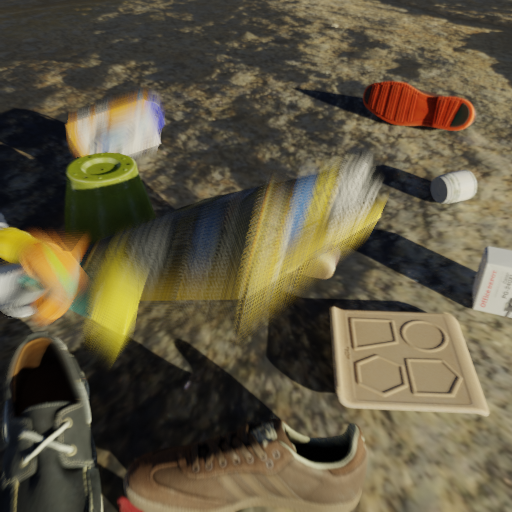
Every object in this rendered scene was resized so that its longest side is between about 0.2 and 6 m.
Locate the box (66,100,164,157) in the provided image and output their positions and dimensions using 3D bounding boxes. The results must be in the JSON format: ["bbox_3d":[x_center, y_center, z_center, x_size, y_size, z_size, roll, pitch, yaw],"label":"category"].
[{"bbox_3d":[-2.889,-2.608,11.904,1.922,1.144,0.399,-18,65,-4],"label":"box"}]

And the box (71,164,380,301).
[{"bbox_3d":[-0.572,-0.303,8.555,3.854,0.951,3.078,-6,15,45],"label":"box"}]

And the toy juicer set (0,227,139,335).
[{"bbox_3d":[-2.873,0.336,7.444,2.754,1.752,0.749,6,62,50],"label":"toy juicer set"}]

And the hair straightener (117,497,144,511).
[{"bbox_3d":[-0.440,2.966,6.130,2.240,0.458,0.862,16,36,29],"label":"hair straightener"}]

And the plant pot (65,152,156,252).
[{"bbox_3d":[-2.733,-0.854,10.343,1.890,1.820,1.890,-1,36,0],"label":"plant pot"}]

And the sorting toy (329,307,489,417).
[{"bbox_3d":[2.151,1.544,8.294,2.107,0.384,1.951,6,36,0],"label":"sorting toy"}]

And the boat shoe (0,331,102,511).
[{"bbox_3d":[-2.508,2.278,6.616,1.178,1.109,3.279,-9,38,-14],"label":"boat shoe"}]

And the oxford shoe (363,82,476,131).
[{"bbox_3d":[4.576,-4.156,15.833,3.188,1.135,1.156,25,21,25],"label":"oxford shoe"}]

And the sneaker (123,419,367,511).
[{"bbox_3d":[-0.079,2.256,6.328,2.727,1.030,0.960,5,18,-12],"label":"sneaker"}]

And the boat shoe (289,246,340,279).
[{"bbox_3d":[0.722,-0.051,10.012,1.733,0.623,0.561,13,49,40],"label":"boat shoe"}]

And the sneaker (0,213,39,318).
[{"bbox_3d":[-4.432,0.024,9.696,1.860,1.202,3.429,25,6,-16],"label":"sneaker"}]

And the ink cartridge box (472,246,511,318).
[{"bbox_3d":[4.334,0.504,9.133,1.386,1.007,0.578,12,37,16],"label":"ink cartridge box"}]

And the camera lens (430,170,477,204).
[{"bbox_3d":[4.332,-1.505,12.244,0.819,0.655,0.655,-13,37,-17],"label":"camera lens"}]
